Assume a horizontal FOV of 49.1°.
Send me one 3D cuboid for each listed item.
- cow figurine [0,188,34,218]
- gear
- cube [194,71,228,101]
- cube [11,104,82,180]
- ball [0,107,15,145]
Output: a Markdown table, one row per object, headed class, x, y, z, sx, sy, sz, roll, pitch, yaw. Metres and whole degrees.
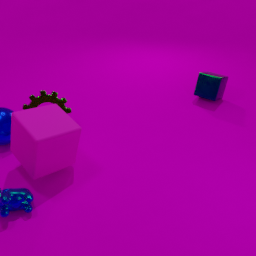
| class | x | y | z | sx | sy | sz | roll | pitch | yaw |
| --- | --- | --- | --- | --- | --- | --- | --- | --- | --- |
| cow figurine | -2.686 | 1.511 | 6.209 | 1.082 | 0.594 | 1.064 | 0 | 17 | -32 |
| gear | -2.397 | -0.411 | 8.294 | 1.390 | 1.390 | 0.257 | -14 | 16 | -20 |
| cube | 3.060 | -1.557 | 10.328 | 0.856 | 0.856 | 0.856 | 23 | 24 | 30 |
| cube | -2.056 | 0.294 | 6.951 | 1.210 | 1.210 | 1.210 | -18 | 47 | -42 |
| ball | -3.630 | -0.053 | 8.032 | 1.101 | 1.101 | 1.101 | 0 | 34 | 0 |
